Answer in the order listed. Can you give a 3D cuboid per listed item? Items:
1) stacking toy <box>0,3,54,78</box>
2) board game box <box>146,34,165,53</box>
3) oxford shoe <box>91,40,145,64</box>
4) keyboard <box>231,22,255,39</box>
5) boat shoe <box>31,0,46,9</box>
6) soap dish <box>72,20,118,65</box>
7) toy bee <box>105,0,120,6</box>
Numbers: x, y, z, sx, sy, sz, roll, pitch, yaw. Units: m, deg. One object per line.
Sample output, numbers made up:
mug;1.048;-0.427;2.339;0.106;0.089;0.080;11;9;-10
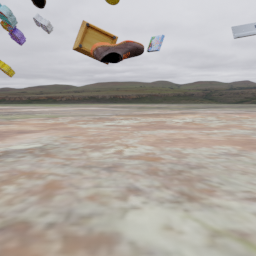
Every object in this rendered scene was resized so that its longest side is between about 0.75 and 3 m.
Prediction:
stacking toy;-2.843;-2.482;6.861;0.582;1.868;2.477;35;-12;6
board game box;1.230;-3.781;12.570;0.175;0.724;0.957;19;1;-29
oxford shoe;-0.245;-2.662;10.195;2.140;0.762;0.776;-14;53;-25
keyboard;4.086;-3.139;8.809;1.574;0.443;0.084;-9;-19;5
boat shoe;-2.975;-4.406;9.044;0.621;0.515;1.730;-20;5;-8
soap dish;-1.312;-3.551;11.643;1.650;1.298;0.670;20;3;-19
toy bee;0.104;-3.160;5.432;2.357;1.281;1.543;-35;-10;-12
